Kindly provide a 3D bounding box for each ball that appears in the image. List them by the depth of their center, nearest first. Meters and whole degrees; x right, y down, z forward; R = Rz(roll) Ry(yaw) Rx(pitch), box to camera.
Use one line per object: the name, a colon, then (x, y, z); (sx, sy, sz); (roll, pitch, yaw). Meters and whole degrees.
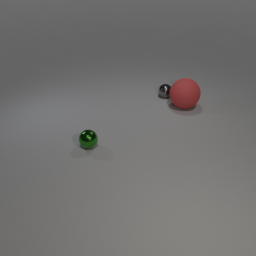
ball: (-1.453, 0.403, 10.243); (0.700, 0.700, 0.700); (0, 31, 0)
ball: (2.613, -1.584, 12.865); (1.400, 1.400, 1.400); (0, 31, 0)
ball: (1.868, -1.857, 14.023); (0.700, 0.700, 0.700); (0, 31, 0)
